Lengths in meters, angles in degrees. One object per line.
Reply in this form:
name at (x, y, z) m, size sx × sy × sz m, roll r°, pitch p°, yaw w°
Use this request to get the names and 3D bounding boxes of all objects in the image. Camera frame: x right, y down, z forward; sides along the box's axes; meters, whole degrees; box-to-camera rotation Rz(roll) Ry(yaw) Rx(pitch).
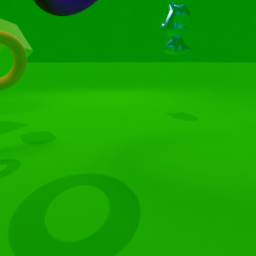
ring at (-0.751, -2.691, 4.490) m, size 0.404 × 2.020 × 2.020 m, roll 47°, pitch 28°, yaw 8°
ring at (-2.485, -1.236, 5.258) m, size 1.193 × 1.193 × 0.239 m, roll -14°, pitch 40°, yaw -42°
cow figurine at (1.749, -3.451, 9.875) m, size 0.919 × 1.674 × 1.647 m, roll 4°, pitch 39°, yaw -19°
cube at (-3.795, -2.457, 8.363) m, size 1.098 × 1.098 × 1.098 m, roll -37°, pitch -9°, yaw 19°
